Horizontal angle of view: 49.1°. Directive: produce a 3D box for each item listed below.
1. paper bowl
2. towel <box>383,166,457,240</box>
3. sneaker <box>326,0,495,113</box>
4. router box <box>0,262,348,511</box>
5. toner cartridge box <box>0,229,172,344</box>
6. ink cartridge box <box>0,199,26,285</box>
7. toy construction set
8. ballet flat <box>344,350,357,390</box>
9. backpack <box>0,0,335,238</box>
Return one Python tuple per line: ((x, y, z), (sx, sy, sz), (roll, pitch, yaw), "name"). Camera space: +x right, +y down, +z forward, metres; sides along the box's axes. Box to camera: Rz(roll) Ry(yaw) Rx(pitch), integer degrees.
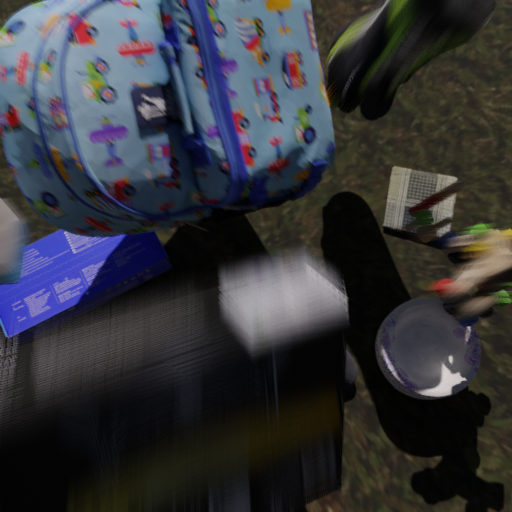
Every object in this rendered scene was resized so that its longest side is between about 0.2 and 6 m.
((2.880, 1.605, 9.591), (1.665, 0.866, 1.665), (0, 72, 0), "paper bowl")
((3.167, -1.015, 10.810), (1.304, 0.234, 1.354), (12, 75, 7), "towel")
((2.084, -2.908, 8.402), (1.283, 3.579, 1.482), (18, 87, -17), "sneaker")
((-0.892, 2.185, 6.820), (4.140, 3.255, 1.081), (-15, 31, -22), "router box")
((-3.217, 0.224, 10.143), (3.041, 0.657, 1.445), (-27, 73, -9), "toner cartridge box")
((-3.772, -0.307, 7.250), (0.936, 1.456, 0.912), (-4, 62, 1), "ink cartridge box")
((3.354, -0.171, 8.149), (1.727, 1.591, 2.070), (-20, 78, -53), "toy construction set")
((0.653, 1.369, 9.644), (2.593, 0.947, 0.947), (43, 77, 12), "ballet flat")
((-1.330, -2.161, 8.084), (4.191, 2.819, 3.826), (-18, 104, -37), "backpack")
